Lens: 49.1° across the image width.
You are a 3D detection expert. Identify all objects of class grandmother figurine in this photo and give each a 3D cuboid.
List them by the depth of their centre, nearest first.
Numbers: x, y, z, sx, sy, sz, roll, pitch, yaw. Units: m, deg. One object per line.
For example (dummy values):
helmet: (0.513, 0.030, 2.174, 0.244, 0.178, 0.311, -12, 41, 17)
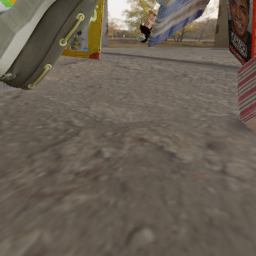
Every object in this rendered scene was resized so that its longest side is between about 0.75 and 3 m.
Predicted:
grandmother figurine: (0.612, -3.332, 9.262, 0.596, 0.982, 0.297, 25, 12, -27)

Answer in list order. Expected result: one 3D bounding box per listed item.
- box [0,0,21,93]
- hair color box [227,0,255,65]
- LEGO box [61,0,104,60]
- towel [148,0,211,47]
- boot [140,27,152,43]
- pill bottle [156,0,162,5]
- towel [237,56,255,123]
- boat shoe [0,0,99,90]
box: (-2.889, -2.018, 5.233, 1.397, 1.550, 2.756, -18, 50, -31)
hair color box: (3.456, -3.016, 7.776, 0.856, 2.794, 1.418, -23, 49, 4)
LEGO box: (-1.831, -3.774, 9.347, 2.018, 2.710, 1.046, 5, 48, -7)
towel: (1.622, -3.368, 7.477, 2.152, 0.349, 2.929, -35, -6, -12)
boot: (0.774, -3.680, 10.430, 0.334, 0.644, 0.986, 21, -30, -31)
pill bottle: (1.066, -3.566, 7.281, 0.440, 0.440, 0.780, -14, -11, -34)
towel: (2.499, -0.882, 5.196, 0.218, 1.064, 1.454, 27, 54, -17)
boat shoe: (-0.959, -1.692, 3.917, 0.826, 2.765, 0.988, 30, 17, -53)
